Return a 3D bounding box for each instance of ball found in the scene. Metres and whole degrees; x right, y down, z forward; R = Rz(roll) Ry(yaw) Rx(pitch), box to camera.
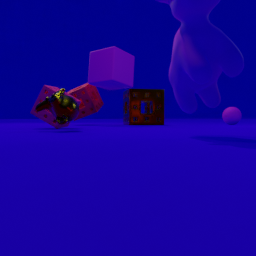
[{"bbox_3d":[4.145,-0.481,11.178,0.720,0.720,0.720,0,2,0],"label":"ball"}]

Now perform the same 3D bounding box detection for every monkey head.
[{"bbox_3d":[-1.362,-0.364,5.515,0.767,0.642,1.066,-27,16,7],"label":"monkey head"}]

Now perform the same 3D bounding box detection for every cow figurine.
[{"bbox_3d":[0.868,-1.170,3.762,0.857,1.536,1.561,-14,-27,-12],"label":"cow figurine"}]

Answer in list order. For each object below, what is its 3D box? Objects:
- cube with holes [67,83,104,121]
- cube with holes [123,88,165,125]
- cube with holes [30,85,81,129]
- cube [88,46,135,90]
[{"bbox_3d":[-1.756,-1.082,11.055,1.056,1.056,1.056,-20,17,17],"label":"cube with holes"},{"bbox_3d":[0.576,-0.787,10.882,1.331,1.331,1.331,0,2,-11],"label":"cube with holes"},{"bbox_3d":[-1.779,-0.526,6.992,0.762,0.762,0.762,30,8,6],"label":"cube with holes"},{"bbox_3d":[-0.577,-2.044,9.842,1.152,1.152,1.152,0,-6,37],"label":"cube"}]
